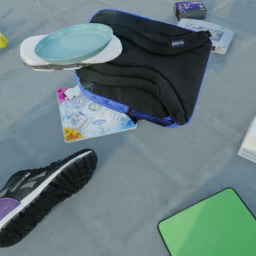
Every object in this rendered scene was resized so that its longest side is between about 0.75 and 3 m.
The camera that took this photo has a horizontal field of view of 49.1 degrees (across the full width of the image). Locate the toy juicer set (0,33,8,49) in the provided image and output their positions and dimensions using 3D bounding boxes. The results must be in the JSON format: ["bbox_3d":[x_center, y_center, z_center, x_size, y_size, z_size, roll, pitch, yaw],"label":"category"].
[{"bbox_3d":[-5.935,-3.136,10.625,2.433,0.662,1.548,19,71,10],"label":"toy juicer set"}]

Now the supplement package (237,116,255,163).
[{"bbox_3d":[4.128,0.362,7.520,1.739,0.964,1.354,26,56,19],"label":"supplement package"}]

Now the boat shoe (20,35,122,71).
[{"bbox_3d":[-0.813,-1.088,4.108,1.438,0.487,0.516,-14,84,-20],"label":"boat shoe"}]

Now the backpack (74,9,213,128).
[{"bbox_3d":[0.113,-0.986,5.261,2.177,1.827,1.769,16,81,-6],"label":"backpack"}]

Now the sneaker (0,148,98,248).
[{"bbox_3d":[-2.146,1.267,6.759,2.994,1.134,1.311,-38,55,-26],"label":"sneaker"}]

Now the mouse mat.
[{"bbox_3d":[1.851,2.369,6.132,2.065,0.078,1.661,-26,49,-2],"label":"mouse mat"}]

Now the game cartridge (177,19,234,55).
[{"bbox_3d":[2.980,-3.704,11.149,2.211,0.459,1.473,21,50,16],"label":"game cartridge"}]

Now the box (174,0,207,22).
[{"bbox_3d":[2.706,-5.121,12.242,1.197,0.472,0.845,-8,54,-7],"label":"box"}]

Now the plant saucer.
[{"bbox_3d":[-0.657,-1.034,3.460,0.981,0.134,0.981,-7,41,6],"label":"plant saucer"}]

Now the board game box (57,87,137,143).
[{"bbox_3d":[-1.042,-0.670,8.790,2.177,0.282,2.177,-12,52,-9],"label":"board game box"}]

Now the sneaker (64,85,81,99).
[{"bbox_3d":[-1.630,-1.207,9.134,0.850,0.299,0.341,-31,87,-23],"label":"sneaker"}]
